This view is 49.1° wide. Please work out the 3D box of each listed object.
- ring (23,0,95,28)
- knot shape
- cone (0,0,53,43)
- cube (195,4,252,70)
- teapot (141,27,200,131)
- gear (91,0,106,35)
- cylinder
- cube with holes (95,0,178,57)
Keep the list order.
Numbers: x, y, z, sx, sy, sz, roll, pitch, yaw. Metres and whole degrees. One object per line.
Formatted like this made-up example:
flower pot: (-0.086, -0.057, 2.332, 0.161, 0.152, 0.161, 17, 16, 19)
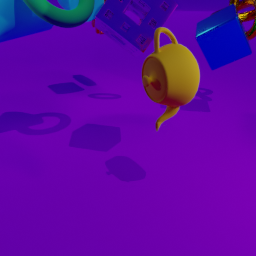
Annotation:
ring: (-1.465, -2.927, 5.821, 1.740, 1.740, 0.348, -23, 3, -40)
knot shape: (3.769, -3.697, 9.029, 1.989, 0.919, 1.861, -30, 57, 24)
cone: (-2.795, -2.290, 6.143, 1.620, 1.620, 1.626, 20, 66, 37)
cube: (2.841, -2.705, 8.388, 1.212, 1.212, 1.212, -21, 31, 30)
teapot: (0.615, -0.768, 4.549, 0.810, 1.654, 1.029, -15, 23, -25)
gear: (-1.103, -4.643, 10.799, 0.359, 1.940, 1.940, -16, 29, -20)
cylinder: (-1.613, -4.364, 9.362, 1.236, 1.236, 1.236, -14, 44, -28)
cube with holes: (0.098, -2.144, 5.381, 1.050, 1.050, 1.050, 35, 5, -12)
